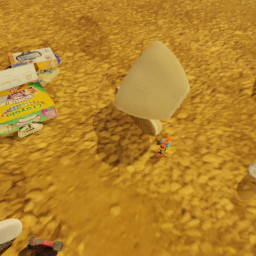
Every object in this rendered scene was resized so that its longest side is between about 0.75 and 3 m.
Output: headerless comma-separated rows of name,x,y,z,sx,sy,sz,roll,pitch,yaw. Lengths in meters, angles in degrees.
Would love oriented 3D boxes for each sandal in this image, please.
sandal,-4.069,2.795,6.457,3.059,1.172,0.877,-20,44,-33

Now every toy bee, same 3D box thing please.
toy bee,1.160,0.621,9.322,0.963,0.524,0.631,-2,27,-40

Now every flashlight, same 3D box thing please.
flashlight,-2.032,2.870,6.908,0.825,0.280,0.279,7,46,8

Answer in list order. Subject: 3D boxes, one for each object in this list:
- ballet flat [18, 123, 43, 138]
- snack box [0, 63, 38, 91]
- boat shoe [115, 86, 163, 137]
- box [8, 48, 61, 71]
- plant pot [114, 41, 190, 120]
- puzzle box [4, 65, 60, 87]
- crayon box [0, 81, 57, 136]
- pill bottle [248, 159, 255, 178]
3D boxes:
ballet flat,-3.483,0.023,10.041,0.326,0.301,0.966,33,51,31
snack box,-5.128,-1.719,10.678,1.932,0.720,2.717,-4,20,31
boat shoe,0.544,-0.837,10.404,1.020,1.087,2.948,-23,46,-16
box,-4.304,-3.161,13.023,2.233,0.463,1.329,-18,45,-18
plant pot,0.720,-0.916,6.709,1.261,1.878,1.878,37,51,8
puzzle box,-4.518,-2.541,12.885,2.274,0.289,1.513,16,45,17
crayon box,-4.123,-0.822,10.706,2.222,0.648,1.917,-23,47,-23
pill bottle,4.208,1.097,8.660,0.984,0.546,0.546,-33,52,-31
